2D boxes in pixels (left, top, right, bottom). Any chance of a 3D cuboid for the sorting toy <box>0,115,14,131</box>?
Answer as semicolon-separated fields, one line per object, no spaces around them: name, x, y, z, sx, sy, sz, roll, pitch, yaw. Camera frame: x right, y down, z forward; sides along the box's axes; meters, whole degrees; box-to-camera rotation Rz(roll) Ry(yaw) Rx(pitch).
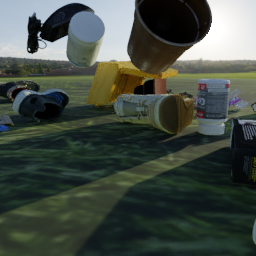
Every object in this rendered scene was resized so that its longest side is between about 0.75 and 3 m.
sorting toy;-4.489;-0.287;8.839;1.514;0.366;2.689;-7;14;-27

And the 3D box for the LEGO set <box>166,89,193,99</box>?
LEGO set;2.074;-1.734;15.207;2.744;0.778;1.782;15;16;7

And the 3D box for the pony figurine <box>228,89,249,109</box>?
pony figurine;4.574;-1.168;12.198;1.046;0.903;1.084;-30;5;22

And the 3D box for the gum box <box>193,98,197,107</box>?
gum box;3.619;-1.218;12.997;0.680;0.396;1.199;12;17;43

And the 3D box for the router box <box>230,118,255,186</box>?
router box;2.881;0.386;5.094;1.899;0.650;2.546;4;13;19

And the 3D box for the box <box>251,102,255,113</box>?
box;5.945;-1.131;11.011;1.725;0.426;1.378;-8;-22;-34

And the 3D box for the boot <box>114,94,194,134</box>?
boot;0.557;-0.521;8.295;2.299;1.071;2.972;7;8;25

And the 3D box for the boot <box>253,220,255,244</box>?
boot;2.272;0.979;2.578;1.769;0.641;1.276;-15;18;-26

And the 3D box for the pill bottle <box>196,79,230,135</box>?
pill bottle;2.299;-0.583;7.642;0.828;1.454;0.828;0;12;0

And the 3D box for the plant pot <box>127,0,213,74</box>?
plant pot;1.038;-2.933;8.745;2.298;2.298;2.275;-3;-16;-15

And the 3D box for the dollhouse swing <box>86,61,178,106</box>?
dollhouse swing;0.316;-1.805;12.633;2.632;2.721;2.994;30;26;19

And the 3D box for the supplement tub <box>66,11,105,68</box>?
supplement tub;-1.588;-3.147;10.238;1.257;1.257;1.905;-4;-15;-18

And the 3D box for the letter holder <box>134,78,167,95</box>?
letter holder;1.097;-1.875;13.430;1.060;1.498;2.107;5;14;21

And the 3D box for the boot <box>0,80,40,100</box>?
boot;-5.750;-2.006;15.428;2.148;1.027;2.844;17;19;38

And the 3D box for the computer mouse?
computer mouse;-2.466;-3.814;9.993;2.781;0.733;1.926;-33;-4;-26

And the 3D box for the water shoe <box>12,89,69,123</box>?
water shoe;-2.720;-0.657;9.770;1.167;1.057;2.956;34;17;11
